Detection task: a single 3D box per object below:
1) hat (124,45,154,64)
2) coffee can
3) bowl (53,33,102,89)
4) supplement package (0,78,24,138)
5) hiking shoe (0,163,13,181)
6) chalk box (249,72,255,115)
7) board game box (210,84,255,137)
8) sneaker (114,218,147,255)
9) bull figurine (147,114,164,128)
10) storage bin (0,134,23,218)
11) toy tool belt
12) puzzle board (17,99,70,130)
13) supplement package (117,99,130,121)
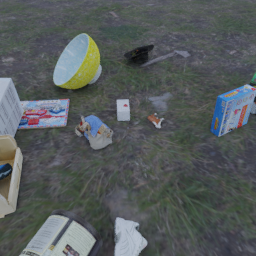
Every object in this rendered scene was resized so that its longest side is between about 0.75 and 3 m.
[{"bbox_3d":[0.676,-3.936,15.331,1.745,0.704,1.745,-16,26,8],"label":"hat"},{"bbox_3d":[-1.691,3.067,6.152,1.480,1.480,2.023,17,42,19],"label":"coffee can"},{"bbox_3d":[-2.145,-2.887,13.238,1.469,2.730,2.730,28,22,-38],"label":"bowl"},{"bbox_3d":[-5.088,-0.430,10.035,1.731,1.719,2.281,1,48,1],"label":"supplement package"},{"bbox_3d":[-4.609,1.299,8.073,2.492,1.080,0.927,-15,-4,-44],"label":"hiking shoe"},{"bbox_3d":[5.651,-1.589,11.535,1.191,1.908,1.183,22,44,24],"label":"chalk box"},{"bbox_3d":[3.981,-0.655,10.620,1.595,1.628,0.455,-21,42,-25],"label":"board game box"},{"bbox_3d":[0.068,2.990,6.943,0.853,0.669,1.717,2,40,-3],"label":"sneaker"},{"bbox_3d":[1.135,-0.299,11.270,0.486,0.261,0.801,-22,45,-27],"label":"bull figurine"},{"bbox_3d":[-4.599,1.492,8.375,2.413,1.139,2.431,-7,39,-8],"label":"storage bin"},{"bbox_3d":[-1.287,-0.047,10.346,1.039,1.023,1.664,-29,48,-31],"label":"toy tool belt"},{"bbox_3d":[-3.826,-0.637,11.714,2.593,0.226,1.954,-3,39,-4],"label":"puzzle board"},{"bbox_3d":[-0.198,-0.746,11.617,0.514,0.508,0.848,-2,39,-3],"label":"supplement package"}]
